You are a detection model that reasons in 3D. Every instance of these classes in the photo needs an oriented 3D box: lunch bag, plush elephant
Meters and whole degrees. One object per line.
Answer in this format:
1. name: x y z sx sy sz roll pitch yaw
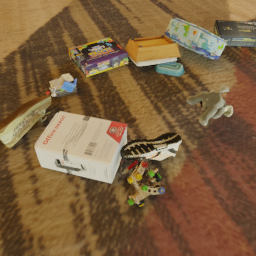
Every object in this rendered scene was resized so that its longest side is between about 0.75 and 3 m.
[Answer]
1. lunch bag: 3.176 -4.157 13.136 2.560 1.055 2.058 37 24 30
2. plush elephant: 2.868 -0.746 9.447 1.440 1.115 1.186 -38 56 8

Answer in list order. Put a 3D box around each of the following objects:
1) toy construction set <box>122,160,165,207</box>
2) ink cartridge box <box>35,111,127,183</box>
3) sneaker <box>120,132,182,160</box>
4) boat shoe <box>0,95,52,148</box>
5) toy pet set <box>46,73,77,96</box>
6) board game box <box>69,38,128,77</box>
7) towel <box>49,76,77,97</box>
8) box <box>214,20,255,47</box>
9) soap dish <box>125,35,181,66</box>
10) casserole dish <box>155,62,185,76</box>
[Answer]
1. toy construction set: 0.237 1.548 7.885 1.039 1.128 1.352 -35 33 -16
2. ink cartridge box: -1.378 0.544 8.764 2.373 0.983 1.742 11 45 12
3. sneaker: 0.725 0.748 8.646 1.997 0.799 0.736 -10 39 -16
4. boat shoe: -3.587 -0.335 9.953 0.918 0.785 2.505 -1 34 38
5. toy pet set: -1.611 -1.044 7.358 0.425 0.747 0.800 52 41 9
6. board game box: -1.375 -3.350 13.028 2.192 0.622 1.812 -24 48 -22
7. towel: -2.639 -1.708 11.506 0.986 0.422 0.816 -19 46 -16
8. box: 5.835 -4.980 14.700 2.370 0.605 1.869 4 46 4
9. soap dish: 1.111 -3.615 12.925 2.149 0.873 1.691 -10 35 -13
10. casserole dish: 1.890 -2.730 12.655 1.367 0.265 0.828 15 46 14
